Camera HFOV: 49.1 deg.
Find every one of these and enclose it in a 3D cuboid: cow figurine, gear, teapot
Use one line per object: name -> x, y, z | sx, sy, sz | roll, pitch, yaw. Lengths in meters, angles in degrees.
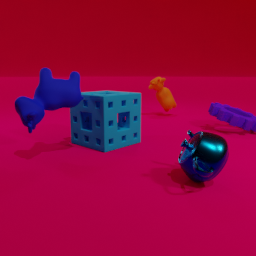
cow figurine -> 1.319, -1.285, 10.599 | 0.710, 1.293, 1.272 | -29, -17, 10
cow figurine -> -1.506, -0.519, 5.459 | 1.288, 1.267, 0.707 | 3, -23, -17
gear -> 3.106, -0.332, 8.067 | 1.531, 0.283, 1.531 | 15, 19, -5
teapot -> 1.105, 0.380, 4.336 | 0.645, 0.819, 1.317 | 34, 23, -4

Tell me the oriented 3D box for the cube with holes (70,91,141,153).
cube with holes -> -0.523, -0.226, 6.574 | 1.183, 1.183, 1.183 | 10, 16, 42
